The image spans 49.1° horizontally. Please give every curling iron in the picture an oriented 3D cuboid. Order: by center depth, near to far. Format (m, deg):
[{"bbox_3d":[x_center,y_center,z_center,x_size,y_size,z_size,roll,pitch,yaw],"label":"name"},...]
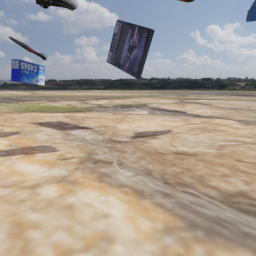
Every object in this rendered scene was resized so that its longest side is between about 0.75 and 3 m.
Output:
[{"bbox_3d":[-3.121,-2.533,8.826,1.311,0.168,0.325,30,-22,-9],"label":"curling iron"}]

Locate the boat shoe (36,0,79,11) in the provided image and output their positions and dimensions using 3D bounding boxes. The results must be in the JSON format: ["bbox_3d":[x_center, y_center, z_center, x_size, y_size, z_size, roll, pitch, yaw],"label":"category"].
[{"bbox_3d":[-2.761,-4.213,8.933,2.352,0.666,0.807,19,11,-13],"label":"boat shoe"}]

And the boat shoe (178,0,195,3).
[{"bbox_3d":[0.364,-3.064,4.917,2.290,0.835,0.721,24,15,-29],"label":"boat shoe"}]

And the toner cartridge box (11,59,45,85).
[{"bbox_3d":[-2.598,-1.442,7.360,0.249,0.549,1.155,6,6,14],"label":"toner cartridge box"}]

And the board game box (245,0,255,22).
[{"bbox_3d":[3.630,-3.332,7.066,1.597,0.311,1.262,-16,-26,-26],"label":"board game box"}]

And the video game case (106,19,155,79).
[{"bbox_3d":[0.000,-2.447,8.534,0.188,1.416,1.983,2,24,-35],"label":"video game case"}]
